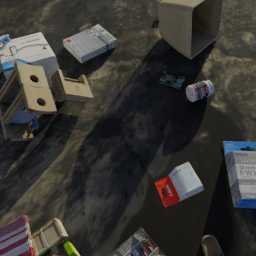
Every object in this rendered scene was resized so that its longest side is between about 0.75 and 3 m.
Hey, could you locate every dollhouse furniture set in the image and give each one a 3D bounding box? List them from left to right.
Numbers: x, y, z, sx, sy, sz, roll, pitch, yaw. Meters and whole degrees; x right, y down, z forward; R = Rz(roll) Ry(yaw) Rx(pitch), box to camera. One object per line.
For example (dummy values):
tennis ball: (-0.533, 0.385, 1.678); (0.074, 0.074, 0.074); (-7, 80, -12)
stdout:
dollhouse furniture set: (-3.025, -0.836, 10.597); (2.876, 2.027, 2.015); (2, 57, -46)
dollhouse furniture set: (-1.985, 3.686, 8.049); (1.031, 0.796, 2.063); (-35, 42, -14)

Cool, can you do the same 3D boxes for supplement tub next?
supplement tub: (2.941, -1.525, 11.494); (0.973, 0.683, 0.683); (-20, 57, -13)

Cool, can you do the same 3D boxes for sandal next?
sandal: (2.571, 3.805, 7.873); (0.663, 0.446, 1.650); (-13, 56, -9)

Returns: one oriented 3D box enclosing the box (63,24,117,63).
box: (-1.815, -4.089, 13.466); (2.066, 0.425, 1.611); (-32, 60, -22)

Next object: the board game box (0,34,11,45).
board game box: (-6.127, -3.373, 12.217); (2.089, 0.270, 2.088); (-41, 31, -12)

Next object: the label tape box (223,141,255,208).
label tape box: (4.343, 1.364, 9.367); (1.819, 0.839, 2.539); (2, 56, 2)

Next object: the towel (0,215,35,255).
towel: (-3.284, 3.473, 8.060); (1.142, 0.180, 1.586); (-29, 57, 6)

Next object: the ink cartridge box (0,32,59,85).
ink cartridge box: (-4.180, -2.783, 11.698); (2.041, 1.179, 2.796); (-21, 44, -16)

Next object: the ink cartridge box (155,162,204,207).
ink cartridge box: (1.456, 1.645, 8.247); (1.218, 0.288, 0.975); (-25, 40, 2)

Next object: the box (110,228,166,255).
box: (0.197, 3.862, 7.854); (1.634, 0.407, 1.289); (-36, 62, -23)

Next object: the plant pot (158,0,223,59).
plant pot: (2.791, -5.153, 13.173); (2.184, 2.466, 2.464); (32, 60, 33)

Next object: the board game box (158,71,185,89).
board game box: (1.910, -2.099, 12.230); (1.030, 0.145, 0.696); (20, 57, 13)
